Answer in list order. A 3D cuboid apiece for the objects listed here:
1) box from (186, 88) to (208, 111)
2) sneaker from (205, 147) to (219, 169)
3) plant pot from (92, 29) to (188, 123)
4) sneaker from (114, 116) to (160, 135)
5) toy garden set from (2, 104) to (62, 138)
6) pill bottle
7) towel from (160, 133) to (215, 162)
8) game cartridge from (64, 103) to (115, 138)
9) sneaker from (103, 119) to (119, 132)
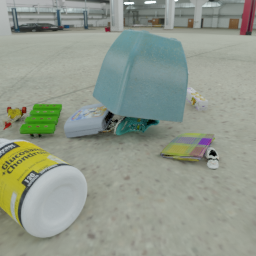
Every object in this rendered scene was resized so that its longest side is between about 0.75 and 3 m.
[{"bbox_3d":[3.127,-1.387,13.133,0.466,0.436,2.251,-3,24,-6],"label":"box"},{"bbox_3d":[2.506,0.781,8.238,0.391,0.424,1.060,1,22,9],"label":"sneaker"},{"bbox_3d":[0.534,-1.862,9.445,2.518,2.572,2.525,6,17,-26],"label":"plant pot"},{"bbox_3d":[0.338,-0.169,10.093,1.863,0.722,0.742,-22,50,-29],"label":"sneaker"},{"bbox_3d":[-3.680,-0.252,10.552,2.110,0.505,2.531,0,24,-6],"label":"toy garden set"},{"bbox_3d":[-2.250,1.113,6.140,2.637,1.477,1.477,20,30,37],"label":"pill bottle"},{"bbox_3d":[1.907,0.559,8.804,1.294,0.205,1.801,2,21,31],"label":"towel"},{"bbox_3d":[-1.382,-0.381,10.463,1.621,0.505,2.434,-5,23,13],"label":"game cartridge"},{"bbox_3d":[-0.667,-0.111,10.350,0.800,0.351,0.303,-21,33,-37],"label":"sneaker"}]
